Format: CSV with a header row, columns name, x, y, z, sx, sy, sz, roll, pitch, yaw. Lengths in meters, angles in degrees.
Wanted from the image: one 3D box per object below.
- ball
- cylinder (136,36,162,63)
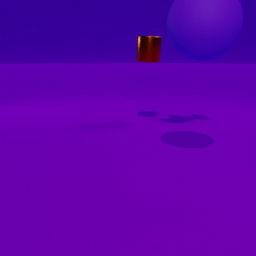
name,x,y,z,sx,sy,sz,roll,pitch,yaw
ball,1.373,-1.896,5.080,1.329,1.329,1.329,0,14,0
cylinder,0.624,-2.368,8.424,0.743,0.743,0.743,2,16,-1
